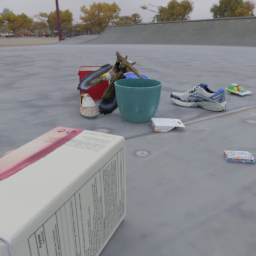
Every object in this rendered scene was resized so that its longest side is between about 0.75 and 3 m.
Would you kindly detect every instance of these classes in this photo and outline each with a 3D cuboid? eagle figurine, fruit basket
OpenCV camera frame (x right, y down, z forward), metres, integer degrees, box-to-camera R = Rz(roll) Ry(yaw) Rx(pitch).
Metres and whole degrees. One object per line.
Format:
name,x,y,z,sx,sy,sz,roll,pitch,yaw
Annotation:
eagle figurine,-0.770,-1.985,11.653,1.772,2.348,1.782,19,37,-38
fruit basket,5.973,-2.058,15.111,0.982,0.497,1.061,-16,29,-36

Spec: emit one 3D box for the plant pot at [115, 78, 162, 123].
plant pot,0.404,-1.077,11.128,1.853,1.487,1.853,0,20,0

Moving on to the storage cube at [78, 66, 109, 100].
storage cube,-1.710,-2.329,14.359,1.667,1.498,1.425,-2,21,-7

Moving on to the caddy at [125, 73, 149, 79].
caddy,0.384,-2.182,14.457,1.615,1.142,0.848,9,28,-2

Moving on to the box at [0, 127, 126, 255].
box,-1.265,1.324,4.404,1.533,1.799,2.814,9,23,22

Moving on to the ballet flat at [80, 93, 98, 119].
ballet flat,-1.782,-1.040,12.104,0.729,0.720,2.141,-9,23,-17

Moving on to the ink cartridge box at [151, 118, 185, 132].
ink cartridge box,1.462,-0.107,10.402,1.119,0.281,0.908,5,20,-7

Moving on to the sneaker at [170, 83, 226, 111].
sneaker,3.222,-1.551,12.890,2.624,1.118,1.011,11,23,28

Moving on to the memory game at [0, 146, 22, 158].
memory game,-2.241,0.538,7.767,2.691,0.171,2.691,-12,11,2

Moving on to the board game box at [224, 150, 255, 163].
board game box,3.189,0.826,8.044,0.757,0.130,0.512,3,21,7
